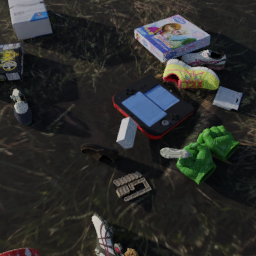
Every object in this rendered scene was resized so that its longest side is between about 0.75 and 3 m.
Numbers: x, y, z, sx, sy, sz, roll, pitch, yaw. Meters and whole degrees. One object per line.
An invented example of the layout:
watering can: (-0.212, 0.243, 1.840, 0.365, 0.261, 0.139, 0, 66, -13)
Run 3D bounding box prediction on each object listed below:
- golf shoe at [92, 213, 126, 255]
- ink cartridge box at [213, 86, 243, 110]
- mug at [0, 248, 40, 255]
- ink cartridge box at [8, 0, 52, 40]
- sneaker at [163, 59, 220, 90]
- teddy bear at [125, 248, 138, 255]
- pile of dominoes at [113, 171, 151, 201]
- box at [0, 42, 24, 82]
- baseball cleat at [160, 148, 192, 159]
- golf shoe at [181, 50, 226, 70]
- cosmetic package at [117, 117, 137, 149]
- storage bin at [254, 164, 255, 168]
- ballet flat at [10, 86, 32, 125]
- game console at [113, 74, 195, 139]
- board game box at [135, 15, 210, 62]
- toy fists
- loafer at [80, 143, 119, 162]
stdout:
golf shoe: (-0.702, 3.312, 8.185, 0.764, 0.669, 1.734, -31, 61, -11)
ink cartridge box: (4.092, -1.189, 11.487, 0.984, 0.200, 0.982, 22, 59, 14)
mug: (-2.437, 4.679, 6.877, 1.904, 2.533, 2.853, -42, 54, 16)
ink cartridge box: (-4.903, -5.647, 14.028, 1.692, 0.985, 2.340, -15, 57, -10)
sneaker: (2.577, -1.985, 11.673, 2.452, 0.958, 1.107, 22, 63, 23)
teddy bear: (0.015, 4.168, 7.487, 2.222, 0.742, 1.611, -20, 70, -13)
pile of dominoes: (0.124, 1.969, 9.438, 1.075, 0.171, 0.838, -19, 57, -22)
box: (-5.881, -2.821, 12.357, 2.432, 0.597, 1.960, -8, 53, -5)
baseball cleat: (1.584, 0.866, 9.208, 1.022, 0.544, 0.357, 6, 84, 42)
golf shoe: (3.342, -3.153, 12.388, 1.926, 0.887, 0.699, 9, 55, 14)
cosmetic package: (-0.021, 0.179, 10.107, 0.366, 0.520, 1.026, -19, 41, 35)
storage bin: (4.857, 1.037, 9.713, 0.446, 0.643, 0.951, 35, 63, 21)
ballet flat: (-4.284, -0.958, 11.075, 0.677, 0.677, 1.852, -19, 58, -13)
game console: (0.973, -0.938, 11.190, 2.364, 0.415, 2.674, -36, 63, -22)
board game box: (2.025, -4.284, 13.157, 2.549, 0.526, 2.555, -24, 50, -16)
toy fists: (2.728, 0.795, 9.757, 2.405, 0.827, 1.226, -38, 58, -20)
loafer: (-1.041, 0.895, 9.889, 1.388, 0.507, 0.495, 9, 56, 6)
